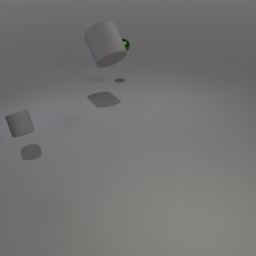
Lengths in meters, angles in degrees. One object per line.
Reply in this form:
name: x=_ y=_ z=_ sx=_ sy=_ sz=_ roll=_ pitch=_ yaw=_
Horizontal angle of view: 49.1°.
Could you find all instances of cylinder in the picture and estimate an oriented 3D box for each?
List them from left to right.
cylinder: x=-3.369 y=-0.147 z=8.747 sx=0.700 sy=0.700 sz=0.700 roll=-14 pitch=12 yaw=3
cylinder: x=-0.937 y=-3.475 z=11.749 sx=1.400 sy=1.400 sz=1.400 roll=-23 pitch=-5 yaw=-2

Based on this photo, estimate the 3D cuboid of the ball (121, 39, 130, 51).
ball: x=-0.241 y=-4.421 z=15.031 sx=0.700 sy=0.700 sz=0.700 roll=0 pitch=28 yaw=0
